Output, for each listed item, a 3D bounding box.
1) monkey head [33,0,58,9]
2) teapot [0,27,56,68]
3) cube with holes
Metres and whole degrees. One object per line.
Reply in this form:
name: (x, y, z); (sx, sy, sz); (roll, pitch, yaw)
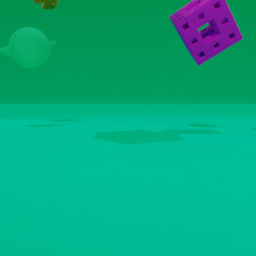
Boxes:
monkey head: (-2.252, -4.017, 7.853); (1.176, 0.985, 1.635); (-22, -15, 20)
teapot: (-2.473, -1.959, 6.827); (1.524, 0.948, 0.746); (-20, 29, -27)
cube with holes: (1.390, -1.852, 5.135); (0.867, 0.867, 0.867); (-30, 25, 17)
